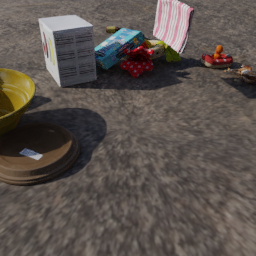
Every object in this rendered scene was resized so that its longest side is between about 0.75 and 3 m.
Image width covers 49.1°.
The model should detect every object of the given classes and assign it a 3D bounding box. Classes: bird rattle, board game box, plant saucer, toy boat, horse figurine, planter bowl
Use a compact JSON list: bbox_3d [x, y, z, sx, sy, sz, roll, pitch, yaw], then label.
[{"bbox_3d":[0.706,-2.907,10.989,2.746,1.547,2.239,-35,32,-20],"label":"bird rattle"},{"bbox_3d":[-0.497,-3.097,10.818,1.890,0.444,1.427,-39,37,-11],"label":"board game box"},{"bbox_3d":[-2.180,0.474,6.535,2.118,0.312,2.118,1,35,0],"label":"plant saucer"},{"bbox_3d":[3.467,-2.806,10.856,1.215,0.794,0.793,-7,35,-10],"label":"toy boat"},{"bbox_3d":[4.101,-1.899,9.875,1.009,0.380,1.523,3,27,-5],"label":"horse figurine"},{"bbox_3d":[-3.629,-0.431,7.075,2.658,1.107,2.658,2,38,-2],"label":"planter bowl"}]

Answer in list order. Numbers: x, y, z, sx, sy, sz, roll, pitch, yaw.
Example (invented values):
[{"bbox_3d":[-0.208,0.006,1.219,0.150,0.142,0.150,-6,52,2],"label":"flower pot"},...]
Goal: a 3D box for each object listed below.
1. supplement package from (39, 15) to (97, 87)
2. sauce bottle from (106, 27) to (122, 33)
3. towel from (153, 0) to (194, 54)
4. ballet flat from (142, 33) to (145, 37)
[{"bbox_3d":[-2.102,-2.741,9.796,1.384,1.882,1.800,-17,37,-23],"label":"supplement package"},{"bbox_3d":[-0.703,-5.186,14.774,0.935,0.309,0.309,-1,34,-5],"label":"sauce bottle"},{"bbox_3d":[1.276,-3.154,8.429,0.266,1.303,1.780,-12,41,-24],"label":"towel"},{"bbox_3d":[0.417,-4.574,13.809,0.405,0.405,1.108,-14,31,-19],"label":"ballet flat"}]
